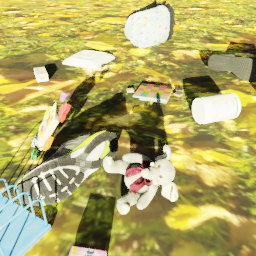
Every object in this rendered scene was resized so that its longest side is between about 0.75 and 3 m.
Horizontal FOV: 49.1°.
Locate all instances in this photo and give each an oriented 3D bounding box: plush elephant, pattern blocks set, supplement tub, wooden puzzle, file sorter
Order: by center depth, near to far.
[{"bbox_3d":[-2.397,1.616,5.236,1.487,0.913,1.032,19,37,27],"label":"file sorter"},{"bbox_3d":[0.444,0.991,5.820,1.508,1.168,1.242,-1,67,-34],"label":"plush elephant"},{"bbox_3d":[-2.083,-0.063,7.293,0.156,1.929,1.696,25,16,-28],"label":"pattern blocks set"},{"bbox_3d":[2.835,-0.640,8.998,1.313,0.866,0.866,-10,33,-15],"label":"supplement tub"},{"bbox_3d":[1.015,-1.363,10.860,2.191,0.154,1.299,10,33,16],"label":"wooden puzzle"}]

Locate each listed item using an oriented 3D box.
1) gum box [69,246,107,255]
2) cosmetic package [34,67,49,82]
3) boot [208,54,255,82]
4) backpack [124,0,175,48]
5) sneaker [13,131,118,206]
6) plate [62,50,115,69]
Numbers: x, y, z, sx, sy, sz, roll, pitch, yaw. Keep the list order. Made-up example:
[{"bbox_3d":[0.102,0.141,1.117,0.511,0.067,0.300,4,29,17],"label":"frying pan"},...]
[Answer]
[{"bbox_3d":[-0.737,2.451,4.383,0.605,0.353,1.067,5,32,6],"label":"gum box"},{"bbox_3d":[-3.825,-2.362,12.324,0.490,0.346,0.946,-11,32,-18],"label":"cosmetic package"},{"bbox_3d":[5.256,-2.963,12.848,2.776,0.940,1.813,28,36,36],"label":"boot"},{"bbox_3d":[1.275,-5.929,16.435,2.896,2.417,1.833,-19,44,-18],"label":"backpack"},{"bbox_3d":[-1.464,0.874,6.643,2.667,0.985,1.079,-29,21,-37],"label":"sneaker"},{"bbox_3d":[-1.990,-3.588,14.360,2.049,0.331,2.044,13,34,21],"label":"plate"}]
